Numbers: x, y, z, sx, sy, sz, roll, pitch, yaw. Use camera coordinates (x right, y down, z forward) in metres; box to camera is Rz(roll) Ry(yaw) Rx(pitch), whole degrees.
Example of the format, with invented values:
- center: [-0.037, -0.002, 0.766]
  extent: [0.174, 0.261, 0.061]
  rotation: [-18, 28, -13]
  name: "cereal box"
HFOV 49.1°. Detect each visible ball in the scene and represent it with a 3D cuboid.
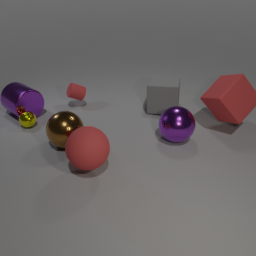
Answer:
- center: [-1.273, 0.639, 8.891]
  extent: [1.400, 1.400, 1.400]
  rotation: [0, 30, 0]
  name: "ball"
- center: [-2.337, 0.061, 10.441]
  extent: [1.400, 1.400, 1.400]
  rotation: [0, 30, 0]
  name: "ball"
- center: [1.872, -0.141, 10.747]
  extent: [1.400, 1.400, 1.400]
  rotation: [0, 30, 0]
  name: "ball"
- center: [-4.244, -0.371, 11.847]
  extent: [0.700, 0.700, 0.700]
  rotation: [0, 30, 0]
  name: "ball"

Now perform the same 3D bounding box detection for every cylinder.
- center: [-2.443, -1.713, 13.245]
  extent: [0.700, 0.700, 0.700]
  rotation: [15, 20, -33]
  name: "cylinder"
- center: [-4.738, -1.219, 12.583]
  extent: [1.400, 1.400, 1.400]
  rotation: [25, 39, 36]
  name: "cylinder"

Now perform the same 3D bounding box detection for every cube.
- center: [4.112, -1.181, 11.302]
  extent: [1.400, 1.400, 1.400]
  rotation: [-46, 17, -7]
  name: "cube"
- center: [1.664, -1.535, 13.055]
  extent: [1.400, 1.400, 1.400]
  rotation: [5, 29, 11]
  name: "cube"
